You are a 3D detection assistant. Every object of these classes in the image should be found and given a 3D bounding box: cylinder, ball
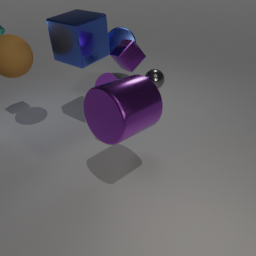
[{"bbox_3d":[-0.345,-4.065,13.353,1.400,1.400,1.400,0,19,0],"label":"cylinder"},{"bbox_3d":[0.916,-1.687,9.697,0.700,0.700,0.700,0,33,0],"label":"ball"},{"bbox_3d":[-0.528,-1.208,8.480,0.700,0.700,0.700,-13,64,27],"label":"cylinder"},{"bbox_3d":[-3.860,-2.359,9.236,1.400,1.400,1.400,0,33,0],"label":"ball"},{"bbox_3d":[-0.115,-0.474,6.801,1.400,1.400,1.400,27,37,35],"label":"cylinder"}]

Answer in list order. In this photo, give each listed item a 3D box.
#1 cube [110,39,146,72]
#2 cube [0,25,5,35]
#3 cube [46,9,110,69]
[{"bbox_3d":[-0.010,-2.295,8.854,0.700,0.700,0.700,-49,34,-4],"label":"cube"},{"bbox_3d":[-4.621,-3.190,9.123,0.700,0.700,0.700,45,18,4],"label":"cube"},{"bbox_3d":[-1.615,-3.001,9.318,1.400,1.400,1.400,23,44,31],"label":"cube"}]
